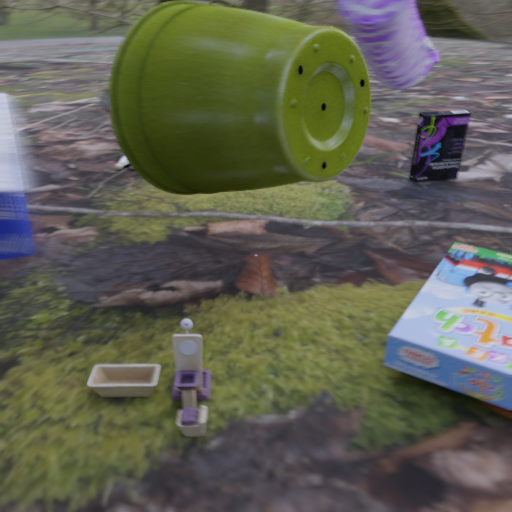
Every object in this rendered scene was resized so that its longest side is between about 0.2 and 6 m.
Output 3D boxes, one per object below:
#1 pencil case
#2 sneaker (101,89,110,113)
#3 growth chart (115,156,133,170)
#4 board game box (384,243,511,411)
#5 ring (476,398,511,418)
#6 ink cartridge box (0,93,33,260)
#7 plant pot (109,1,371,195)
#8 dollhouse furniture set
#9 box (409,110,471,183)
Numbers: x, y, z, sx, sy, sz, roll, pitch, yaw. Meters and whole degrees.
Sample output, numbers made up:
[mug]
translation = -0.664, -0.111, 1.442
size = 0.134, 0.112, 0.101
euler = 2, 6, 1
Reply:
[pencil case]
translation = 1.359, -2.208, 5.556
size = 0.682, 0.669, 1.595
euler = 0, -5, 26
[sneaker]
translation = -1.440, -2.775, 9.585
size = 2.226, 1.252, 0.793
euler = -36, 8, -9
[growth chart]
translation = -2.391, -2.569, 15.094
size = 2.738, 0.243, 1.982
euler = 4, 28, 8
[board game box]
translation = 3.390, 0.867, 7.529
size = 2.336, 0.565, 3.088
euler = 16, 32, 28
[ring]
translation = 3.745, 1.388, 7.361
size = 2.426, 0.233, 2.426
euler = 0, 26, 0
[ink cartridge box]
translation = -3.148, -1.026, 6.852
size = 0.471, 1.002, 2.131
euler = -10, 46, -21
[plant pot]
translation = -0.042, -2.336, 8.693
size = 3.102, 3.221, 3.221
euler = 17, 31, 42
[dollhouse furniture set]
translation = -1.302, 1.341, 6.539
size = 1.474, 1.046, 1.168
euler = 0, 27, -1
[box]
translation = 4.455, -2.654, 13.650
size = 1.225, 1.714, 0.309
euler = -6, 32, -10
